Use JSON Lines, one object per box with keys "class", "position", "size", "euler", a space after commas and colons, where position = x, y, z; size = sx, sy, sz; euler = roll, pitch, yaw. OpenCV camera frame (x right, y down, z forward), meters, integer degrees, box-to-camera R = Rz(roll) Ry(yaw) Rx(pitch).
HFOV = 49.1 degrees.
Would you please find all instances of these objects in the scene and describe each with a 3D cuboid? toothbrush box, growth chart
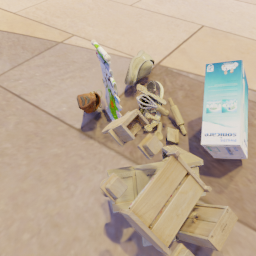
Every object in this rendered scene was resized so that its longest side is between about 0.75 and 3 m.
{"class": "toothbrush box", "position": [2.481, -0.383, 7.011], "size": [0.893, 1.532, 2.093], "euler": [-2, 73, 28]}
{"class": "growth chart", "position": [-0.524, -1.097, 7.808], "size": [0.216, 2.432, 1.760], "euler": [-16, 31, -13]}

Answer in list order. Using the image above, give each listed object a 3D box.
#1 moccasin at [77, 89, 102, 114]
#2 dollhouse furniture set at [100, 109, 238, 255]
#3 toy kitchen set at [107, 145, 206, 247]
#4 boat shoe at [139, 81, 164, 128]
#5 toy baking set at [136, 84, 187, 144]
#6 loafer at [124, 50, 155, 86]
{"class": "moccasin", "position": [-1.049, -0.794, 8.231], "size": [0.658, 1.704, 0.623], "euler": [-13, 86, -1]}
{"class": "dollhouse furniture set", "position": [0.430, 1.214, 5.195], "size": [2.829, 1.252, 1.466], "euler": [48, 64, -11]}
{"class": "toy kitchen set", "position": [0.509, 1.409, 6.234], "size": [1.895, 1.546, 1.710], "euler": [-7, 8, -9]}
{"class": "boat shoe", "position": [0.670, -0.874, 8.683], "size": [0.629, 0.699, 1.942], "euler": [28, 45, -23]}
{"class": "toy baking set", "position": [0.949, -0.439, 7.954], "size": [1.476, 0.224, 1.923], "euler": [-2, 66, -38]}
{"class": "loafer", "position": [0.455, -2.072, 9.642], "size": [0.715, 0.793, 2.095], "euler": [22, 42, 3]}
